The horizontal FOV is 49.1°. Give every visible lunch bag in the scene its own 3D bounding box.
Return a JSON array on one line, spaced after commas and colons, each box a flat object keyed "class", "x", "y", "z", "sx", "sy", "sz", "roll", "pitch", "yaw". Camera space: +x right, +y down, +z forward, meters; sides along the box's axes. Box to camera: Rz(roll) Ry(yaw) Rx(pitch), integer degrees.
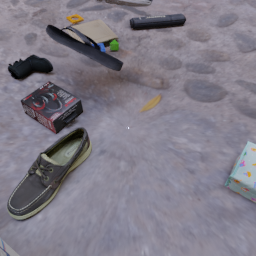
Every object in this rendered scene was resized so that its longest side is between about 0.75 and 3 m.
[{"class": "lunch bag", "x": 2.902, "y": 0.960, "z": 6.202, "sx": 1.050, "sy": 0.752, "sz": 1.233, "roll": 27, "pitch": 60, "yaw": 22}]

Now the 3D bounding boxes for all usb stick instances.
[{"class": "usb stick", "x": 1.163, "y": -4.160, "z": 10.889, "sx": 2.169, "sy": 0.354, "sz": 0.601, "roll": -8, "pitch": 50, "yaw": -6}]

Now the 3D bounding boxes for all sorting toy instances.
[{"class": "sorting toy", "x": -1.341, "y": -3.388, "z": 10.228, "sx": 1.577, "sy": 0.382, "sz": 2.801, "roll": -20, "pitch": 52, "yaw": -22}]

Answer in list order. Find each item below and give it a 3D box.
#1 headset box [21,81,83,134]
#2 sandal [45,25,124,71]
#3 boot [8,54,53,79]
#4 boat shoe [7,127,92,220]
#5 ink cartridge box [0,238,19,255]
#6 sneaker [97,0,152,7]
[{"class": "headset box", "x": -2.005, "y": -0.558, "z": 7.645, "sx": 1.421, "sy": 0.533, "sz": 1.056, "roll": 31, "pitch": 56, "yaw": 24}, {"class": "sandal", "x": -1.034, "y": -2.103, "z": 7.007, "sx": 2.184, "sy": 0.468, "sz": 0.830, "roll": 28, "pitch": 19, "yaw": 9}, {"class": "boot", "x": -3.105, "y": -1.878, "z": 8.847, "sx": 1.238, "sy": 0.458, "sz": 1.014, "roll": 27, "pitch": 52, "yaw": 31}, {"class": "boat shoe", "x": -1.741, "y": 0.865, "z": 6.233, "sx": 0.874, "sy": 0.804, "sz": 2.446, "roll": 28, "pitch": 55, "yaw": 22}, {"class": "ink cartridge box", "x": -2.588, "y": 2.304, "z": 4.032, "sx": 1.629, "sy": 2.242, "sz": 0.981, "roll": -18, "pitch": 51, "yaw": -15}, {"class": "sneaker", "x": -0.626, "y": -3.745, "z": 6.258, "sx": 2.824, "sy": 1.582, "sz": 1.096, "roll": 8, "pitch": 19, "yaw": -19}]
